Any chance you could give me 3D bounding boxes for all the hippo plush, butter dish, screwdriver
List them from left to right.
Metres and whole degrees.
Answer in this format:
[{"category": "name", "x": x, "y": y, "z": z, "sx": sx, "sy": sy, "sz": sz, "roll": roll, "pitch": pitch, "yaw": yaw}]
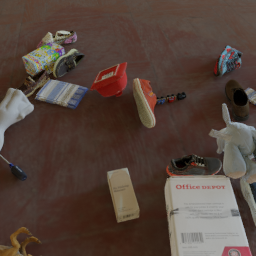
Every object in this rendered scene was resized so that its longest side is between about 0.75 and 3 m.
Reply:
[{"category": "screwdriver", "x": -4.503, "y": 1.247, "z": 10.515, "sx": 0.343, "sy": 0.329, "sz": 2.357, "roll": -32, "pitch": 51, "yaw": -32}, {"category": "butter dish", "x": -0.660, "y": -1.991, "z": 12.737, "sx": 1.675, "sy": 1.238, "sz": 1.671, "roll": -17, "pitch": 32, "yaw": 22}, {"category": "hippo plush", "x": 3.807, "y": 0.755, "z": 9.938, "sx": 2.610, "sy": 2.098, "sz": 2.079, "roll": 26, "pitch": 86, "yaw": 2}]

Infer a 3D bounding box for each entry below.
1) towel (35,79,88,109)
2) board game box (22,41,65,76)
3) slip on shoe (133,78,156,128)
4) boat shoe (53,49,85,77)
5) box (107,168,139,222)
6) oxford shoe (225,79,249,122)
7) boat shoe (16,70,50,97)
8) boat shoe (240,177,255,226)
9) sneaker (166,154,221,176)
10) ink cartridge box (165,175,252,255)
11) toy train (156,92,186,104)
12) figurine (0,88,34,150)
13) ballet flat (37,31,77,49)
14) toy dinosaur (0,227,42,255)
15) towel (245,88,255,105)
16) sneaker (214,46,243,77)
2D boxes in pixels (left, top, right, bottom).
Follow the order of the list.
[{"category": "towel", "x": -3.082, "y": -1.600, "z": 13.032, "sx": 2.048, "sy": 0.244, "sz": 1.504, "roll": 14, "pitch": 48, "yaw": 10}, {"category": "board game box", "x": -4.175, "y": -3.428, "z": 14.155, "sx": 0.979, "sy": 0.961, "sz": 1.866, "roll": 31, "pitch": 56, "yaw": 25}, {"category": "slip on shoe", "x": 0.841, "y": -1.177, "z": 12.168, "sx": 0.892, "sy": 1.079, "sz": 2.914, "roll": -3, "pitch": 44, "yaw": -8}, {"category": "boat shoe", "x": -2.963, "y": -3.296, "z": 14.139, "sx": 0.724, "sy": 0.817, "sz": 2.233, "roll": 14, "pitch": 50, "yaw": 18}, {"category": "box", "x": -0.181, "y": 2.215, "z": 9.381, "sx": 0.765, "sy": 0.626, "sz": 1.611, "roll": -12, "pitch": 50, "yaw": -10}, {"category": "oxford shoe", "x": 4.878, "y": -1.489, "z": 12.361, "sx": 0.880, "sy": 1.022, "sz": 2.422, "roll": -9, "pitch": 45, "yaw": 9}, {"category": "boat shoe", "x": -4.596, "y": -2.103, "z": 13.134, "sx": 0.732, "sy": 0.730, "sz": 2.030, "roll": 36, "pitch": 58, "yaw": 28}, {"category": "boat shoe", "x": 4.283, "y": 2.518, "z": 9.024, "sx": 0.702, "sy": 0.850, "sz": 2.270, "roll": -9, "pitch": 39, "yaw": 7}, {"category": "sneaker", "x": 2.430, "y": 1.322, "z": 10.037, "sx": 2.031, "sy": 0.832, "sz": 0.783, "roll": -8, "pitch": 49, "yaw": -7}, {"category": "ink cartridge box", "x": 2.248, "y": 2.896, "z": 8.420, "sx": 2.020, "sy": 1.176, "sz": 2.773, "roll": 0, "pitch": 50, "yaw": 0}, {"category": "toy train", "x": 1.942, "y": -1.333, "z": 12.791, "sx": 1.563, "sy": 0.267, "sz": 0.358, "roll": -12, "pitch": 62, "yaw": -12}, {"category": "figurine", "x": -5.803, "y": -0.362, "z": 11.415, "sx": 2.912, "sy": 1.254, "sz": 2.841, "roll": 13, "pitch": 56, "yaw": 11}, {"category": "ballet flat", "x": -3.996, "y": -4.975, "z": 15.601, "sx": 2.327, "sy": 0.828, "sz": 0.804, "roll": -21, "pitch": 60, "yaw": -17}, {"category": "toy dinosaur", "x": -3.386, "y": 3.620, "z": 8.014, "sx": 2.816, "sy": 0.851, "sz": 1.496, "roll": 22, "pitch": 53, "yaw": 19}, {"category": "towel", "x": 5.808, "y": -1.430, "z": 12.949, "sx": 0.784, "sy": 0.127, "sz": 1.067, "roll": -33, "pitch": 56, "yaw": -26}, {"category": "sneaker", "x": 5.132, "y": -3.332, "z": 14.083, "sx": 1.164, "sy": 0.966, "sz": 2.437, "roll": 24, "pitch": 53, "yaw": 17}]
